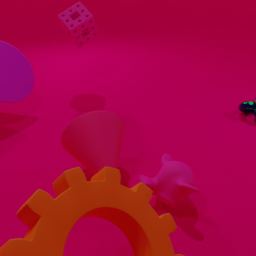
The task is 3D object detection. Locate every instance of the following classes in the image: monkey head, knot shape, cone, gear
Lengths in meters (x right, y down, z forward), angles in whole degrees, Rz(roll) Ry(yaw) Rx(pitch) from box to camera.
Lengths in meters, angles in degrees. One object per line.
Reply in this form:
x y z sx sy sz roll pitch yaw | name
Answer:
0.665 0.851 4.693 0.861 0.721 1.197 29 12 -24 | monkey head
3.484 -0.515 7.324 1.123 0.554 1.200 6 33 14 | knot shape
-0.446 0.560 4.897 1.226 1.226 1.230 -10 48 -17 | cone
-3.593 -1.187 7.311 1.615 1.609 1.609 -18 16 40 | cone
-0.255 1.437 2.979 2.060 0.381 2.060 21 49 -26 | gear

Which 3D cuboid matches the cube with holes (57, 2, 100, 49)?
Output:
-1.421 -2.980 8.148 0.760 0.760 0.760 -35 66 -7 | cube with holes
